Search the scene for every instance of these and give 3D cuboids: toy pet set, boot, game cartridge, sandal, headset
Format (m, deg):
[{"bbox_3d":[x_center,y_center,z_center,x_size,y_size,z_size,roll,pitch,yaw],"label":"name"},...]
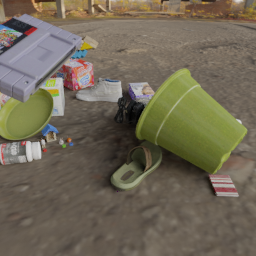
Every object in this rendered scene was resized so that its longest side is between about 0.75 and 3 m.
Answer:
[{"bbox_3d":[-2.627,0.279,9.991,1.062,0.564,0.992,-13,30,-25],"label":"toy pet set"},{"bbox_3d":[-1.421,-1.929,13.654,2.303,1.101,0.847,3,28,5],"label":"boot"},{"bbox_3d":[-2.410,-1.782,6.469,1.750,0.518,2.700,26,44,-1],"label":"game cartridge"},{"bbox_3d":[0.353,0.985,8.478,0.970,0.697,2.443,13,30,24],"label":"sandal"},{"bbox_3d":[0.646,-0.648,10.864,1.851,1.408,2.997,24,25,39],"label":"headset"}]

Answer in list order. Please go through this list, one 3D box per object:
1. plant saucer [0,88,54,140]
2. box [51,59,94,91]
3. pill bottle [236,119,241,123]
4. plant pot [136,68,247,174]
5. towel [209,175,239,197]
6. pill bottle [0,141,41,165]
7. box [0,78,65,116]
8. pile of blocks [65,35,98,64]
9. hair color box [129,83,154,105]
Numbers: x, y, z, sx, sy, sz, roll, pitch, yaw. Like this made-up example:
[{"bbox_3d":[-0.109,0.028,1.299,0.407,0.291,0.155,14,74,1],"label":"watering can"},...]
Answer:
[{"bbox_3d":[-3.857,-0.509,10.709,2.400,0.373,2.400,-8,57,12],"label":"plant saucer"},{"bbox_3d":[-3.223,-3.159,15.806,1.353,1.296,2.714,-21,34,-35],"label":"box"},{"bbox_3d":[2.757,-0.175,10.101,2.322,1.263,1.263,24,36,38],"label":"pill bottle"},{"bbox_3d":[2.059,0.008,8.555,2.552,2.687,2.687,38,41,19],"label":"plant pot"},{"bbox_3d":[2.682,1.623,7.919,0.624,0.099,0.867,2,29,-1],"label":"towel"},{"bbox_3d":[-3.413,0.771,8.921,1.164,0.663,0.663,-6,28,-11],"label":"pill bottle"},{"bbox_3d":[-4.163,-1.313,12.212,2.605,1.320,1.465,-4,27,-8],"label":"box"},{"bbox_3d":[-2.578,-3.214,11.807,2.666,1.094,0.828,-13,7,-25],"label":"pile of blocks"},{"bbox_3d":[0.670,-1.703,13.810,0.986,0.584,1.803,-4,29,-9],"label":"hair color box"}]
